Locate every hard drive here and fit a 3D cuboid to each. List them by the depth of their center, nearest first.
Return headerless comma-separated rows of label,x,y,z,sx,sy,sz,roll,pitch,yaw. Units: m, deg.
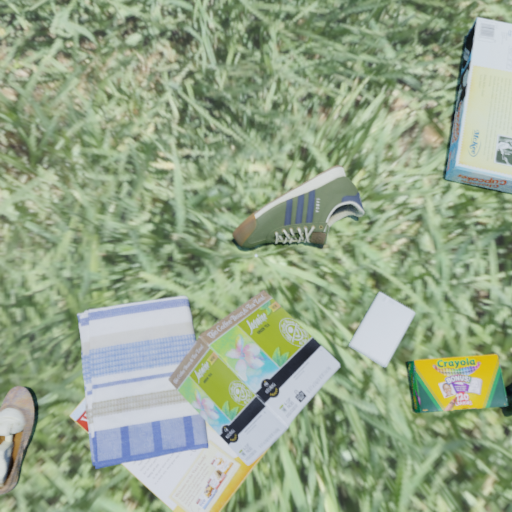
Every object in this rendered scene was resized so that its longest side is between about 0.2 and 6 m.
hard drive,2.149,1.254,9.564,0.711,0.142,1.078,31,77,8

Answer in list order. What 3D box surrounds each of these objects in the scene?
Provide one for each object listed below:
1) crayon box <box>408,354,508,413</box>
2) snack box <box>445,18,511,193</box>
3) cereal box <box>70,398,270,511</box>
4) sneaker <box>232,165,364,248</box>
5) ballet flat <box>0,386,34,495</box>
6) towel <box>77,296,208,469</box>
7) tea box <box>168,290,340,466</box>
crayon box,3.275,2.091,9.171,1.414,0.412,0.840,-4,74,-1
snack box,4.770,-2.793,10.487,1.895,0.605,3.262,13,74,4
cereal box,-1.263,2.660,8.930,2.766,0.547,1.990,38,76,11
sneaker,0.831,-0.592,9.750,2.349,0.788,1.054,-32,75,-9
ballet flat,-3.866,2.897,8.770,0.563,0.556,1.654,4,81,-1
towel,-1.792,1.899,8.798,1.826,0.296,2.486,-9,70,-5
tea box,-0.003,1.752,8.441,1.744,1.184,1.772,43,36,11
